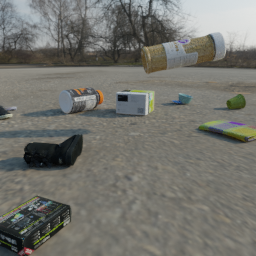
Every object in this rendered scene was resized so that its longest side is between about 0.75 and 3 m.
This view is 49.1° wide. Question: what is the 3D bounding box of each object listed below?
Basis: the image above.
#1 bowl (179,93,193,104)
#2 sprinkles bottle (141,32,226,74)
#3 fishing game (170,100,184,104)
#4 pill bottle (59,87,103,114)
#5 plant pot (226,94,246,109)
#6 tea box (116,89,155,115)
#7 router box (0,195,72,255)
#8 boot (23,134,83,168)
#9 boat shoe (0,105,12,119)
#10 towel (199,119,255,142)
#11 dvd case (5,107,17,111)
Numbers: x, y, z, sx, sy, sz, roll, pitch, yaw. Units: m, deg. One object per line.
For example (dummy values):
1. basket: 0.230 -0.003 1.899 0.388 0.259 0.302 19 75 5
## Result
1. bowl: 3.107 -1.580 15.317 0.826 0.432 0.826 14 16 -4
2. sprinkles bottle: 1.973 -2.687 10.092 2.894 0.988 0.988 -13 17 -3
3. fishing game: 2.756 -1.404 15.432 0.680 0.148 0.950 21 19 34
4. pill bottle: -2.183 -1.377 13.554 1.106 1.106 2.082 14 20 41
5. plant pot: 5.368 -1.257 14.048 0.720 0.758 0.758 -17 19 -11
6. tea box: 0.368 -1.242 13.227 1.481 0.989 1.457 6 17 21
7. router box: -1.555 1.534 4.531 0.792 0.328 1.057 9 17 28
8. boot: -1.972 0.568 7.585 1.284 0.580 1.567 2 20 5
9. boat shoe: -5.711 -0.728 12.291 1.692 0.527 0.631 13 18 35
10. towel: 3.771 0.063 10.005 1.498 0.238 2.086 -12 19 -34
11. dvd case: -5.857 -0.957 13.958 0.568 0.061 0.764 -5 16 -17
